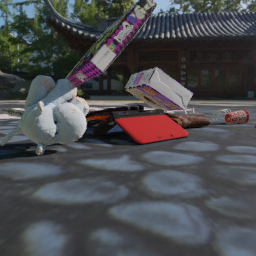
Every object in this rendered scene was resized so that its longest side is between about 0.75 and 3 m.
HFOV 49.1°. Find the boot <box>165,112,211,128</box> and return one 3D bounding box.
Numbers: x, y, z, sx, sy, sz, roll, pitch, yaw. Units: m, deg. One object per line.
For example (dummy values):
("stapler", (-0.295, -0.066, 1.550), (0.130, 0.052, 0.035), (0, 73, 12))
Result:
("boot", (1.734, -0.316, 9.483), (1.681, 0.540, 1.567), (-9, 24, -37))

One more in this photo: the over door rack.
("over door rack", (3.247, -0.559, 11.403), (1.624, 0.541, 1.200), (7, 8, 29))

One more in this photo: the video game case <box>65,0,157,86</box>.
("video game case", (-0.506, -1.969, 6.704), (0.403, 2.038, 2.249), (41, -15, -20))

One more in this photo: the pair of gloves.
("pair of gloves", (-0.485, -0.363, 8.555), (2.195, 0.305, 2.464), (-7, -5, 10))

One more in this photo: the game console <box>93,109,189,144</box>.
("game console", (0.307, 0.136, 7.382), (1.878, 1.115, 1.619), (-6, -22, -41))

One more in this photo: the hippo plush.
("hippo plush", (-1.621, -0.329, 5.643), (1.922, 1.531, 1.545), (-2, 7, -19))

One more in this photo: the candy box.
("candy box", (0.931, -1.204, 9.151), (1.525, 0.650, 1.818), (30, -8, -22))

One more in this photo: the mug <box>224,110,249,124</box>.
("mug", (4.024, -0.341, 10.510), (0.767, 0.681, 0.512), (-7, 54, -19))
